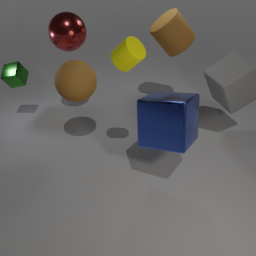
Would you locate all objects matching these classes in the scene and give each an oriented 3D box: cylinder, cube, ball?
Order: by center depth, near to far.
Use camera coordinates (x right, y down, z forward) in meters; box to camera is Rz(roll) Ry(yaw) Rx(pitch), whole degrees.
[{"bbox_3d":[0.009,-2.009,7.645,0.700,0.700,0.700,-30,7,43],"label":"cylinder"},{"bbox_3d":[1.182,-0.230,8.096,1.400,1.400,1.400,7,19,27],"label":"cube"},{"bbox_3d":[-1.742,-1.561,9.368,1.400,1.400,1.400,0,32,0],"label":"ball"},{"bbox_3d":[3.888,-1.673,10.369,1.400,1.400,1.400,-31,39,4],"label":"cube"},{"bbox_3d":[-2.238,-3.561,10.388,1.400,1.400,1.400,0,32,0],"label":"ball"},{"bbox_3d":[-4.491,-2.106,11.128,0.700,0.700,0.700,-8,62,15],"label":"cube"},{"bbox_3d":[1.875,-3.997,11.798,1.400,1.400,1.400,-35,29,23],"label":"cylinder"}]
